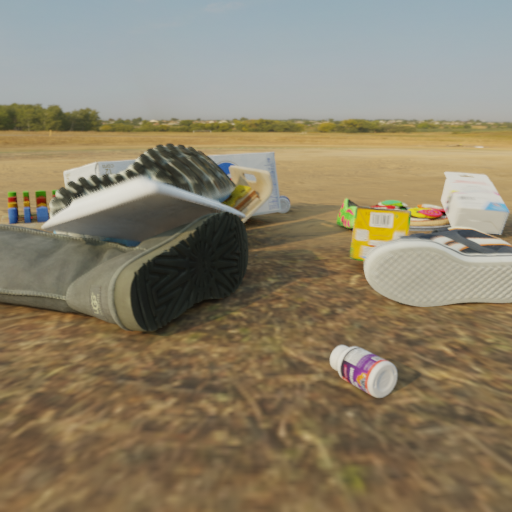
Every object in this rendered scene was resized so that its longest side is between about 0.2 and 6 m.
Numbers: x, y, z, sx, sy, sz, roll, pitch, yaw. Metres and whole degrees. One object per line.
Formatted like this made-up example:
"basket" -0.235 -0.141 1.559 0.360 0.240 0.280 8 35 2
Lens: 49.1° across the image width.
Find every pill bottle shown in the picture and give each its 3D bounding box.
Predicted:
"pill bottle" 0.962 1.032 5.132 0.334 0.334 0.600 -9 16 -32
"pill bottle" 0.682 -1.352 14.542 0.403 0.403 0.726 1 14 2

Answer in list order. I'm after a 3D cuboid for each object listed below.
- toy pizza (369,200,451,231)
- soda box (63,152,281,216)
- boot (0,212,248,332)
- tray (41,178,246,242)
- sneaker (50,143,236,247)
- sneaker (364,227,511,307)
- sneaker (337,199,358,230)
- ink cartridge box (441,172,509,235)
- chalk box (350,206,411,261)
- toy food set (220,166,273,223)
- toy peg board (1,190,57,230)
"toy pizza" 3.541 -0.996 13.141 2.439 0.386 2.439 0 14 0
"soda box" -1.593 -1.333 11.923 4.502 1.433 1.533 -12 8 -41
"boot" -2.211 0.059 7.765 3.464 1.257 3.150 0 10 30
"tray" -1.356 -0.586 7.671 1.595 0.329 2.971 -17 -7 17
"sneaker" -1.907 -0.814 9.638 3.447 1.550 1.351 -24 63 -35
"sneaker" 2.459 0.116 7.489 2.346 0.920 0.932 6 28 -13
"sneaker" 2.218 -0.832 12.368 0.702 0.643 1.675 18 15 -6
"ink cartridge box" 4.527 -1.142 11.807 0.982 0.579 1.707 5 34 3
"chalk box" 2.063 -0.352 9.164 0.859 0.855 1.381 7 6 16
"toy food set" -0.846 -0.890 10.414 2.168 0.655 1.556 -44 30 -15
"toy peg board" -5.053 -1.073 12.793 1.465 0.716 1.459 -6 15 -21
